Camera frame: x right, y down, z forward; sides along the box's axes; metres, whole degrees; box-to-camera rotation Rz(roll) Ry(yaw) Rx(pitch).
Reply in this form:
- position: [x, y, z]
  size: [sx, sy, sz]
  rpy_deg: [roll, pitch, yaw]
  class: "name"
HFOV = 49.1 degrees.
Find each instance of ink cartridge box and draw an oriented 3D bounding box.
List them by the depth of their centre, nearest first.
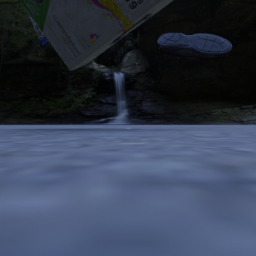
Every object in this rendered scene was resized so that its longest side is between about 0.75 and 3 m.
- position: [-0.601, -2.899, 5.882]
  size: [2.855, 2.075, 1.249]
  rpy_deg: [-29, 12, 24]
  class: "ink cartridge box"
- position: [-3.114, -4.025, 10.194]
  size: [1.038, 1.739, 0.365]
  rpy_deg: [-13, 11, 42]
  class: "ink cartridge box"

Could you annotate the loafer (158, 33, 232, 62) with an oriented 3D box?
- position: [2.382, -2.839, 10.113]
  size: [2.656, 0.955, 0.837]
  rpy_deg: [16, -27, 26]
  class: "loafer"
